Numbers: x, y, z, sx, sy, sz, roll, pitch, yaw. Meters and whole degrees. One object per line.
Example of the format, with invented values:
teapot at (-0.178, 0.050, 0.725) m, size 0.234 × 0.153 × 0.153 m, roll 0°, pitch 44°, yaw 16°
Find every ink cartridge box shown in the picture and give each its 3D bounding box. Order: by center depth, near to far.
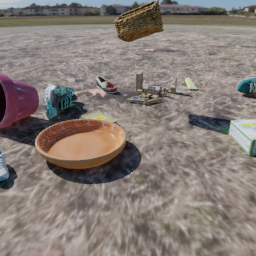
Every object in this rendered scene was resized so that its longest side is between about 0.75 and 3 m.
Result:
ink cartridge box at (3.950, 0.152, 9.081) m, size 0.983 × 0.561 × 1.893 m, roll -3°, pitch 26°, yaw -7°

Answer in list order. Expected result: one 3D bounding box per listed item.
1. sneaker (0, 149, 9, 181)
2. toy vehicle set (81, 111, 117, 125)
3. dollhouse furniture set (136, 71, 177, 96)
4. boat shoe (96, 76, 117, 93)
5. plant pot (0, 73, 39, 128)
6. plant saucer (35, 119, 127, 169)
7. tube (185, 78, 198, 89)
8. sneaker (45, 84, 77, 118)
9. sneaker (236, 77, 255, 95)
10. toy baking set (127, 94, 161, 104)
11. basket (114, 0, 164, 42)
sneaker at (-3.450, 0.986, 7.409) m, size 0.466 × 0.492 × 1.217 m, roll -12°, pitch 29°, yaw -26°
toy vehicle set at (-1.087, -0.295, 10.479) m, size 0.789 × 0.168 × 1.270 m, roll -20°, pitch 32°, yaw -36°
dollhouse furniture set at (1.318, -2.127, 13.546) m, size 1.946 × 0.861 × 1.009 m, roll 8°, pitch 27°, yaw 17°
boat shoe at (-1.094, -2.167, 14.033) m, size 0.591 × 0.519 × 1.660 m, roll -14°, pitch 30°, yaw -31°
plant pot at (-4.333, -1.009, 10.251) m, size 1.932 × 1.932 × 1.729 m, roll 13°, pitch 13°, yaw 26°
plant saucer at (-1.387, 0.462, 8.506) m, size 2.693 × 0.504 × 2.693 m, roll 0°, pitch 26°, yaw 0°
tube at (3.249, -2.268, 14.523) m, size 0.363 × 0.325 × 1.251 m, roll -35°, pitch 25°, yaw 18°
sneaker at (-2.715, -1.196, 11.460) m, size 1.258 × 1.070 × 2.758 m, roll -1°, pitch 26°, yaw -10°
sneaker at (6.319, -1.886, 13.077) m, size 2.289 × 0.817 × 0.914 m, roll 0°, pitch 21°, yaw -2°
toy baking set at (0.747, -1.294, 12.638) m, size 1.456 × 0.169 × 1.118 m, roll -19°, pitch 28°, yaw -35°
basket at (0.352, -4.347, 11.096) m, size 1.773 × 1.321 × 1.265 m, roll -9°, pitch 1°, yaw 29°
